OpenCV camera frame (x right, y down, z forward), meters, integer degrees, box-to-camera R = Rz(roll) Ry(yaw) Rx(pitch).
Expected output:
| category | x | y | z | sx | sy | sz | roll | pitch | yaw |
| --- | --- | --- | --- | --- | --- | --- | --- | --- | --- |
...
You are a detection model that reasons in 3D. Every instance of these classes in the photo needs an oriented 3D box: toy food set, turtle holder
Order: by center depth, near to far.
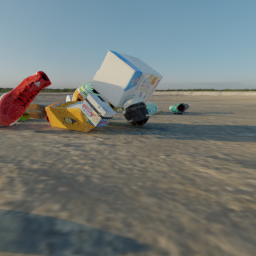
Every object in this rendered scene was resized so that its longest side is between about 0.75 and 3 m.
| category | x | y | z | sx | sy | sz | roll | pitch | yaw |
| --- | --- | --- | --- | --- | --- | --- | --- | --- | --- |
| turtle holder | -1.164 | -0.913 | 11.892 | 2.443 | 1.856 | 1.735 | 33 | 5 | -12 |
| toy food set | -5.786 | -0.565 | 13.996 | 2.516 | 0.505 | 1.737 | -3 | -2 | 18 |

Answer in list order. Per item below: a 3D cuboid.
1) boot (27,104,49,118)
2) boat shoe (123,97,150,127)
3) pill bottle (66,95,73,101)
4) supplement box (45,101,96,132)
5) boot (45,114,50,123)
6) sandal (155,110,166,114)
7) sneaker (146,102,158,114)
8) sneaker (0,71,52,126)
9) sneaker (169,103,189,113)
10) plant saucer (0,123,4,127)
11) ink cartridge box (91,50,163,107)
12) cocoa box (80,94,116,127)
| category | x | y | z | sx | sy | sz | roll | pitch | yaw |
| --- | --- | --- | --- | --- | --- | --- | --- | --- | --- |
| boot | -4.359 | -0.889 | 15.535 | 2.243 | 0.788 | 1.640 | 5 | 3 | 24 |
| boat shoe | 0.392 | -0.448 | 10.832 | 1.026 | 0.838 | 2.778 | -19 | -8 | -3 |
| pill bottle | -3.274 | -1.923 | 20.943 | 2.483 | 1.400 | 1.400 | -3 | 7 | -29 |
| supplement box | -2.036 | -0.483 | 10.322 | 0.884 | 0.855 | 2.569 | -27 | 23 | -35 |
| boot | -2.479 | -0.594 | 12.627 | 2.108 | 0.761 | 1.592 | -4 | 7 | 16 |
| sandal | 2.161 | -1.078 | 18.657 | 0.823 | 0.271 | 0.302 | 3 | 7 | 24 |
| sneaker | 1.238 | -1.358 | 18.609 | 2.151 | 0.855 | 1.404 | 5 | 10 | 32 |
| sneaker | -3.767 | -1.290 | 10.251 | 1.505 | 2.605 | 1.021 | -26 | -54 | 34 |
| sneaker | 3.867 | -1.441 | 19.731 | 1.689 | 0.706 | 1.020 | -12 | 7 | -27 |
| plant saucer | -5.800 | -0.248 | 11.399 | 2.128 | 0.341 | 2.128 | 0 | 6 | 0 |
| ink cartridge box | 0.087 | -1.850 | 10.996 | 1.509 | 1.549 | 2.410 | 42 | 26 | 24 |
| cocoa box | -0.938 | -0.543 | 8.693 | 0.889 | 0.583 | 0.593 | 47 | 22 | 20 |
